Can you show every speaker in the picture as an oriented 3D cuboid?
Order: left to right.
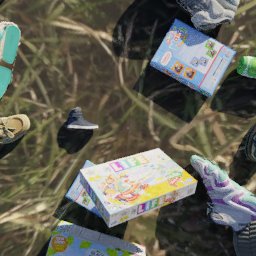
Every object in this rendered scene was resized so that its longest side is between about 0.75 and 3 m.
[{"bbox_3d":[4.160,-1.796,8.645,1.400,0.619,0.619,13,85,1],"label":"speaker"}]

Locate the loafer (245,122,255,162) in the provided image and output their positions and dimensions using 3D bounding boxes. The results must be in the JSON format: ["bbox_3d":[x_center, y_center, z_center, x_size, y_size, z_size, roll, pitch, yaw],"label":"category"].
[{"bbox_3d":[4.486,-0.138,8.383,0.953,0.834,2.652,36,86,3],"label":"loafer"}]

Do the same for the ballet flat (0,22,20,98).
[{"bbox_3d":[-4.044,-1.981,8.625,0.860,1.018,2.692,12,80,31],"label":"ballet flat"}]

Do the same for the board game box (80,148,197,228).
[{"bbox_3d":[0.246,1.375,7.127,2.490,1.674,0.426,-13,123,-29],"label":"board game box"}]

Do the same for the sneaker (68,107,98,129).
[{"bbox_3d":[-1.372,-0.300,8.636,0.947,0.360,0.684,5,88,2],"label":"sneaker"}]

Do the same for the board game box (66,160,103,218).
[{"bbox_3d":[-0.856,1.925,8.481,1.630,0.298,1.233,31,86,2],"label":"board game box"}]

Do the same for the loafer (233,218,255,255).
[{"bbox_3d":[3.823,3.828,8.099,1.069,0.990,2.842,-15,74,38],"label":"loafer"}]

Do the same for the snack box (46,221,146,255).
[{"bbox_3d":[-1.058,4.158,7.922,2.647,0.896,2.232,17,91,1],"label":"snack box"}]

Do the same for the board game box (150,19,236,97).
[{"bbox_3d":[2.018,-2.186,8.775,2.137,0.391,1.617,30,86,2],"label":"board game box"}]

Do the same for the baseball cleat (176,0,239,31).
[{"bbox_3d":[1.924,-3.983,8.608,2.983,1.040,1.588,16,85,2],"label":"baseball cleat"}]

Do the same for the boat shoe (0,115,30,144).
[{"bbox_3d":[-4.017,0.171,8.445,2.109,0.661,0.773,-24,86,-2],"label":"boat shoe"}]

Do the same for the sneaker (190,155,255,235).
[{"bbox_3d":[2.464,2.079,8.171,2.442,0.949,1.708,40,100,19],"label":"sneaker"}]
